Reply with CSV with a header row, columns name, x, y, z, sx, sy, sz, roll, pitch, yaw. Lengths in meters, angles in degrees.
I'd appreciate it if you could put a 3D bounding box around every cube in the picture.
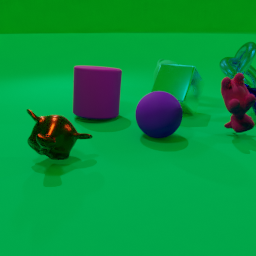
name,x,y,z,sx,sy,sz,roll,pitch,yaw
cube,1.467,-1.126,8.210,1.082,1.082,1.082,14,-10,33

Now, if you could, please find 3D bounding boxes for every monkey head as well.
name,x,y,z,sx,sy,sz,roll,pitch,yaw
monkey head,-1.404,0.105,5.301,1.390,0.837,1.000,23,-20,-4

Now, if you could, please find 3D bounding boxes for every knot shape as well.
name,x,y,z,sx,sy,sz,roll,pitch,yaw
knot shape,3.620,-1.561,8.869,0.924,1.872,2.001,2,40,37

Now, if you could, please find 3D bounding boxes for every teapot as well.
name,x,y,z,sx,sy,sz,roll,pitch,yaw
teapot,1.593,-1.807,10.224,0.966,1.227,1.974,-9,59,-30

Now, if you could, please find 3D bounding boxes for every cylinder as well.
name,x,y,z,sx,sy,sz,roll,pitch,yaw
cylinder,-0.880,-1.040,7.969,1.335,1.335,1.335,4,15,-1

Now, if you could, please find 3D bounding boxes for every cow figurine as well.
name,x,y,z,sx,sy,sz,roll,pitch,yaw
cow figurine,2.536,-0.531,6.540,0.683,1.245,1.225,-18,-20,5

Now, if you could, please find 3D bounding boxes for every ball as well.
name,x,y,z,sx,sy,sz,roll,pitch,yaw
ball,0.723,-0.312,6.587,1.104,1.104,1.104,0,20,0

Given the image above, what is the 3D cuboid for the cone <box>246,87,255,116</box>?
name,x,y,z,sx,sy,sz,roll,pitch,yaw
cone,3.496,-0.881,7.626,0.937,0.933,0.933,28,14,-17
